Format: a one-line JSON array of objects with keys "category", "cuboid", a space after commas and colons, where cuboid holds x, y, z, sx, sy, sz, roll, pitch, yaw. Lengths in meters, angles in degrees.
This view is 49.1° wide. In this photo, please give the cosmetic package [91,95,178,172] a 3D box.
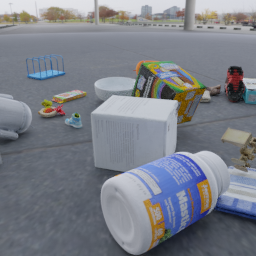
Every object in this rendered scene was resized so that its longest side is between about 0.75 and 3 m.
[{"category": "cosmetic package", "cuboid": [0.239, 0.145, 7.558, 1.944, 1.604, 1.603, 7, 25, 17]}]

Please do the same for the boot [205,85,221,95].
[{"category": "boot", "cuboid": [4.125, -1.911, 13.829, 0.838, 0.402, 1.146, 6, 24, 17]}]

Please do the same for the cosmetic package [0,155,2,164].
[{"category": "cosmetic package", "cuboid": [-4.641, 0.435, 8.098, 1.076, 0.660, 2.606, -18, 29, -37]}]

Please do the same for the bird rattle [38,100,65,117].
[{"category": "bird rattle", "cuboid": [-3.032, -0.647, 11.036, 1.017, 0.573, 0.830, 25, 43, 20]}]

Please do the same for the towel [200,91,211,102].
[{"category": "towel", "cuboid": [2.930, -1.501, 13.017, 1.746, 0.301, 1.157, 5, 26, 11]}]

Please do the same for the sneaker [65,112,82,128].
[{"category": "sneaker", "cuboid": [-1.962, -0.342, 10.034, 0.820, 0.536, 0.326, 17, 29, 34]}]

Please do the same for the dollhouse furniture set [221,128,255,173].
[{"category": "dollhouse furniture set", "cuboid": [2.707, 0.471, 6.773, 0.584, 0.879, 0.771, 17, 59, 47]}]

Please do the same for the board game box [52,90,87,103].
[{"category": "board game box", "cuboid": [-2.758, -1.481, 13.088, 0.745, 0.234, 1.560, 18, 32, 37]}]

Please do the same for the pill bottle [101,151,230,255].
[{"category": "pill bottle", "cuboid": [0.823, 1.243, 5.375, 2.427, 1.360, 1.360, -16, 28, -32]}]

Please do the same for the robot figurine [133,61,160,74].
[{"category": "robot figurine", "cuboid": [1.284, -3.358, 16.307, 1.874, 1.093, 1.348, 6, 66, 13]}]

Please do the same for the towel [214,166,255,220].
[{"category": "towel", "cuboid": [2.779, 1.414, 6.243, 1.371, 0.222, 1.866, 7, 23, 29]}]

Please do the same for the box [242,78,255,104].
[{"category": "box", "cuboid": [5.958, -1.781, 13.234, 1.017, 0.607, 2.472, 6, 24, 13]}]

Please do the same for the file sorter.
[{"category": "file sorter", "cuboid": [-5.028, -3.747, 17.068, 1.323, 1.169, 1.906, 16, 29, 33]}]

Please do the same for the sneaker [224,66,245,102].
[{"category": "sneaker", "cuboid": [5.029, -1.905, 13.289, 0.818, 1.131, 2.314, 7, 48, 13]}]

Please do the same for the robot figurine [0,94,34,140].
[{"category": "robot figurine", "cuboid": [-3.983, -0.409, 9.081, 1.099, 1.650, 1.946, -28, -25, 33]}]

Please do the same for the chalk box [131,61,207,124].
[{"category": "chalk box", "cuboid": [1.149, -1.322, 9.412, 1.428, 1.438, 2.304, -12, 46, -34]}]

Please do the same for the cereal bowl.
[{"category": "cereal bowl", "cuboid": [-0.472, -1.602, 12.477, 2.028, 0.844, 2.028, 2, 27, -1]}]
